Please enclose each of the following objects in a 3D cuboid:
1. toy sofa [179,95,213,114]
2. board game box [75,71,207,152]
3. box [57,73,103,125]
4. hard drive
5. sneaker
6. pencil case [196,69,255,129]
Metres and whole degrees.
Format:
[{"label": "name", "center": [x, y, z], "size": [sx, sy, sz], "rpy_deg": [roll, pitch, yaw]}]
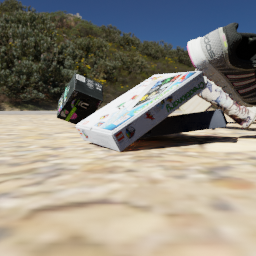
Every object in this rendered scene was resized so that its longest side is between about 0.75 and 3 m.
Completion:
[{"label": "toy sofa", "center": [2.744, -1.278, 9.437], "size": [2.276, 1.111, 0.943], "rpy_deg": [-49, -17, 30]}, {"label": "board game box", "center": [0.184, -0.319, 4.127], "size": [1.718, 0.297, 1.084], "rpy_deg": [-35, 24, -25]}, {"label": "box", "center": [-1.261, -0.700, 7.304], "size": [0.822, 0.688, 1.106], "rpy_deg": [20, -49, -26]}, {"label": "hard drive", "center": [0.888, -0.069, 4.830], "size": [1.542, 0.326, 1.040], "rpy_deg": [-8, 1, 22]}, {"label": "sneaker", "center": [1.922, -0.980, 4.515], "size": [2.030, 0.749, 0.888], "rpy_deg": [25, -35, -30]}, {"label": "pencil case", "center": [2.323, -0.777, 6.743], "size": [1.894, 0.737, 0.847], "rpy_deg": [38, 4, 14]}]
